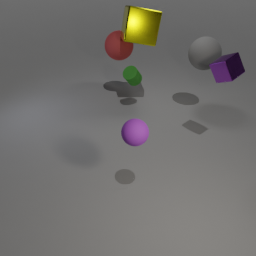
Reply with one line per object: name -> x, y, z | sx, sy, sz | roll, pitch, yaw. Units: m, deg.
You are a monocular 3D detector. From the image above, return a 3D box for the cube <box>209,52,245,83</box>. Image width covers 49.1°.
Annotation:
cube -> 3.243, -1.961, 9.167 | 0.700, 0.700, 0.700 | -35, 18, -21

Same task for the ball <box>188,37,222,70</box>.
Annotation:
ball -> 3.304, -3.198, 12.043 | 1.400, 1.400, 1.400 | 0, 31, 0

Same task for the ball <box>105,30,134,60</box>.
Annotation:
ball -> -0.432, -3.995, 13.576 | 1.400, 1.400, 1.400 | 0, 31, 0

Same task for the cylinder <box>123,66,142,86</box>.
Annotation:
cylinder -> 0.205, -2.371, 12.748 | 0.700, 0.700, 0.700 | -7, 70, 21

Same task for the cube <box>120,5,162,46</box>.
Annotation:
cube -> 0.522, -4.431, 12.117 | 1.400, 1.400, 1.400 | 6, 23, -11

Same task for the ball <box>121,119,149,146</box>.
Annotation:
ball -> 0.177, 0.113, 7.044 | 0.700, 0.700, 0.700 | 0, 31, 0
